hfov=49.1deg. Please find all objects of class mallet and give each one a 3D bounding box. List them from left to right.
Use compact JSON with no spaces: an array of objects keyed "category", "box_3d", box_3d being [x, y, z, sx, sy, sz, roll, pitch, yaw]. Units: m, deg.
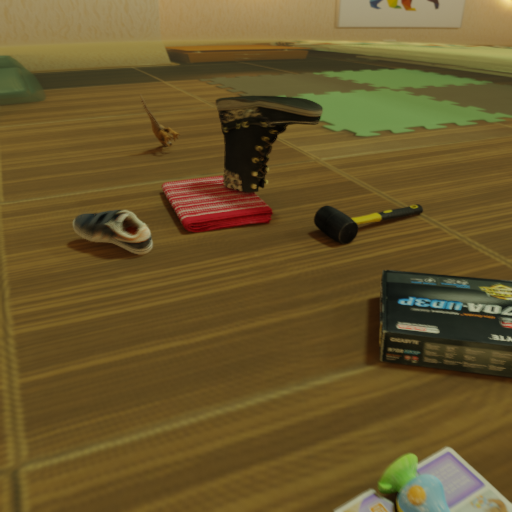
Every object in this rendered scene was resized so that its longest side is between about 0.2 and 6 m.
[{"category":"mallet","box_3d":[2.426,-0.871,11.972,2.738,0.563,0.902,-16,36,-37]}]

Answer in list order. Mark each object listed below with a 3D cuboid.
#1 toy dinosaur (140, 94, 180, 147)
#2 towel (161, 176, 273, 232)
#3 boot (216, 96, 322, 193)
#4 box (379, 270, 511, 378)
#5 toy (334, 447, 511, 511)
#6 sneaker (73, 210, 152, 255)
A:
[{"category":"toy dinosaur","box_3d":[-2.910,-3.762,16.670,1.041,1.960,0.592,28,69,25]},{"category":"towel","box_3d":[-0.975,-1.260,12.889,1.995,0.310,2.759,-9,28,-17]},{"category":"boot","box_3d":[0.249,-2.448,12.442,2.772,2.093,1.001,16,24,38]},{"category":"box","box_3d":[3.012,0.943,8.230,2.353,0.541,1.870,6,27,11]},{"category":"toy","box_3d":[2.141,2.711,4.581,1.676,0.687,2.911,-16,31,-27]},{"category":"sneaker","box_3d":[-2.781,-0.601,10.811,1.668,0.662,0.654,16,48,10]}]
